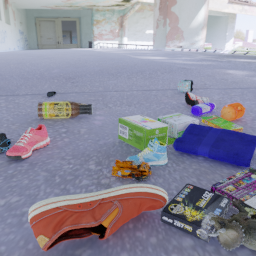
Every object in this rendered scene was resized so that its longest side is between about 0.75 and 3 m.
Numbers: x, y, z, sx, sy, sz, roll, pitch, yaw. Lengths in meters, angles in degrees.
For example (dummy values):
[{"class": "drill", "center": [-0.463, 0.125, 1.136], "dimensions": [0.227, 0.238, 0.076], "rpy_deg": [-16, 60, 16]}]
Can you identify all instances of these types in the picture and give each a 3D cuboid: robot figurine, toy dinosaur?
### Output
[{"class": "robot figurine", "center": [4.691, -0.736, 12.518], "dimensions": [1.288, 0.751, 0.927], "rpy_deg": [-15, 28, -35]}, {"class": "robot figurine", "center": [0.134, 1.183, 7.994], "dimensions": [1.118, 0.325, 0.811], "rpy_deg": [3, 23, 9]}, {"class": "toy dinosaur", "center": [2.518, 2.019, 5.471], "dimensions": [2.068, 0.796, 1.058], "rpy_deg": [11, 35, 8]}]

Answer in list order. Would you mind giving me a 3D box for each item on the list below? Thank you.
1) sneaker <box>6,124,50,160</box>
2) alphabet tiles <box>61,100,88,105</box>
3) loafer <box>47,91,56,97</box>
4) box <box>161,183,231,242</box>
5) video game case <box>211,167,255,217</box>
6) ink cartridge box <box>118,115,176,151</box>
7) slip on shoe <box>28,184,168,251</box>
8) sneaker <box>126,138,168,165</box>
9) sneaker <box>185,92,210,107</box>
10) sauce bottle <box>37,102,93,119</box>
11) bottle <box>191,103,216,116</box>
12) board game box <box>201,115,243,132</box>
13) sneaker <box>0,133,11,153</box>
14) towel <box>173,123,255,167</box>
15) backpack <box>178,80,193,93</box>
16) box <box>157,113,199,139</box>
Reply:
[{"class": "sneaker", "center": [-3.373, 0.412, 9.356], "dimensions": [0.693, 0.816, 1.881], "rpy_deg": [8, 23, 20]}, {"class": "alphabet tiles", "center": [-3.321, -1.088, 14.420], "dimensions": [1.621, 0.073, 1.940], "rpy_deg": [13, 23, 29]}, {"class": "loafer", "center": [-4.535, -2.033, 16.601], "dimensions": [0.309, 0.299, 0.881], "rpy_deg": [-5, 16, 13]}, {"class": "box", "center": [1.537, 1.828, 6.266], "dimensions": [1.108, 0.338, 1.375], "rpy_deg": [18, 26, 32]}, {"class": "video game case", "center": [3.193, 1.597, 6.916], "dimensions": [1.692, 0.303, 1.534], "rpy_deg": [-14, 25, -33]}, {"class": "ink cartridge box", "center": [0.928, 0.055, 10.243], "dimensions": [2.146, 0.813, 1.586], "rpy_deg": [-11, 22, -35]}, {"class": "slip on shoe", "center": [-0.453, 1.795, 5.717], "dimensions": [2.946, 1.091, 0.901], "rpy_deg": [-4, 55, -27]}, {"class": "sneaker", "center": [0.574, 0.707, 8.524], "dimensions": [1.295, 0.845, 0.515], "rpy_deg": [-4, 23, -10]}, {"class": "sneaker", "center": [3.648, -1.441, 14.675], "dimensions": [0.918, 0.572, 1.713], "rpy_deg": [-2, 24, -9]}, {"class": "sauce bottle", "center": [-2.842, -0.838, 12.745], "dimensions": [2.431, 0.786, 0.786], "rpy_deg": [-3, 21, -6]}, {"class": "bottle", "center": [3.673, -0.936, 13.443], "dimensions": [1.429, 0.467, 0.597], "rpy_deg": [-16, 26, -36]}, {"class": "board game box", "center": [3.865, -0.173, 11.745], "dimensions": [0.832, 0.261, 1.742], "rpy_deg": [-7, 24, -21]}, {"class": "sneaker", "center": [-4.258, 0.508, 9.686], "dimensions": [0.459, 0.410, 1.120], "rpy_deg": [-13, 32, -12]}, {"class": "towel", "center": [2.936, 0.580, 9.365], "dimensions": [2.453, 0.608, 1.811], "rpy_deg": [12, 30, 29]}, {"class": "backpack", "center": [3.523, -2.607, 17.450], "dimensions": [0.905, 0.796, 0.694], "rpy_deg": [13, 20, 41]}, {"class": "box", "center": [1.955, -0.134, 11.025], "dimensions": [1.255, 0.607, 1.107], "rpy_deg": [-13, 25, -39]}]
